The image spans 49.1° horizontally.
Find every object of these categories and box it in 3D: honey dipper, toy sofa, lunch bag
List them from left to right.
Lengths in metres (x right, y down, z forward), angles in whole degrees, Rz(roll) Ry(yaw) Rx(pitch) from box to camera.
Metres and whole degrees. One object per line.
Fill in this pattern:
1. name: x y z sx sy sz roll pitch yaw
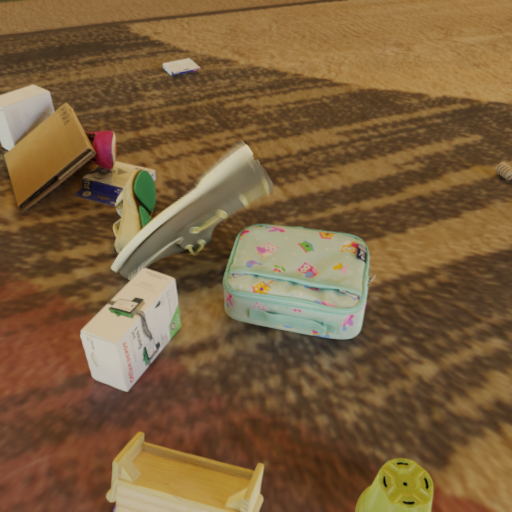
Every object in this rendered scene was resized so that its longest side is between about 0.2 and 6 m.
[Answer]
1. toy sofa: -0.692 2.358 5.583 1.459 0.712 0.604 10 15 12
2. lunch bag: 0.610 0.335 7.814 2.036 0.785 1.633 8 40 9
3. honey dipper: 4.939 -1.309 10.305 0.240 0.240 1.266 -17 45 -20

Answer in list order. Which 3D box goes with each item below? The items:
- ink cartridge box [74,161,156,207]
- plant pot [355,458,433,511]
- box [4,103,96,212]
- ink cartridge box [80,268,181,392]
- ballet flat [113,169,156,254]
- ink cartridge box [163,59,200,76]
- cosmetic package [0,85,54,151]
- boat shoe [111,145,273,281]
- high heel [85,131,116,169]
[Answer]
1. ink cartridge box: -2.603 -1.356 10.337 1.112 0.226 1.115 15 41 17
2. plant pot: 1.384 2.360 5.387 0.772 0.710 0.772 1 39 0
3. box: -3.892 -1.884 10.397 1.647 0.214 2.015 -39 46 2
4. ink cartridge box: -1.517 0.914 6.998 0.530 0.919 1.258 16 43 20
5. ballet flat: -2.057 -0.722 9.288 0.703 0.703 2.024 -5 41 -6
6. ink cartridge box: -1.966 -4.969 14.829 0.771 0.170 0.785 -19 45 -22
7. cosmetic package: -4.717 -2.782 11.428 0.641 1.039 1.043 26 45 31
8. boat shoe: -0.896 -0.516 8.258 2.733 0.817 0.977 -42 10 -15
9. high heel: -3.182 -2.031 10.370 1.013 0.711 2.111 -1 19 -22
